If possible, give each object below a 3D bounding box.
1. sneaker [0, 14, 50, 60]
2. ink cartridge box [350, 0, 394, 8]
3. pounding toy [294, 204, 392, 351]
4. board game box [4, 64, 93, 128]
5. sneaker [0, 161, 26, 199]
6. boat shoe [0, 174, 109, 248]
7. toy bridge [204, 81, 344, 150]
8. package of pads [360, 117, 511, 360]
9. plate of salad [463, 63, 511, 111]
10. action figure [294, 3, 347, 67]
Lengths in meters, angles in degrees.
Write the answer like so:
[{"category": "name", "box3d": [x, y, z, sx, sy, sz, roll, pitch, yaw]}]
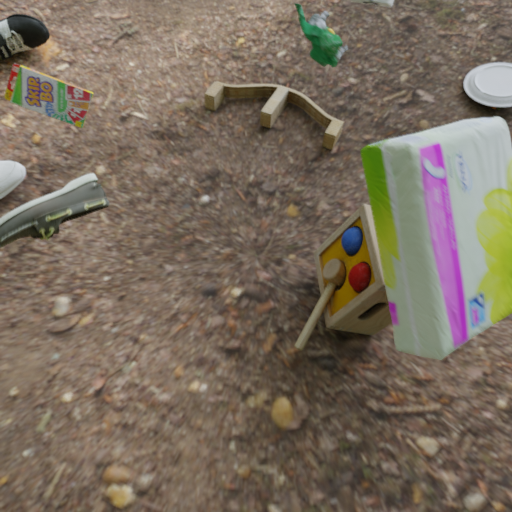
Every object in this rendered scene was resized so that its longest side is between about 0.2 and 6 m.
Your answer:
[{"category": "sneaker", "box3d": [-6.633, -5.437, 14.390, 2.665, 0.987, 1.179, -2, 56, 10]}, {"category": "ink cartridge box", "box3d": [1.992, -4.571, 9.506, 0.731, 0.530, 0.308, 18, 17, 19]}, {"category": "pounding toy", "box3d": [1.735, 0.492, 10.065, 1.506, 2.118, 1.950, 12, 53, -26]}, {"category": "board game box", "box3d": [-4.010, -3.087, 10.834, 1.519, 0.726, 0.228, 18, 17, -18]}, {"category": "sneaker", "box3d": [-6.299, -1.714, 11.712, 2.709, 1.350, 1.014, -8, 48, -7]}, {"category": "boat shoe", "box3d": [-3.051, -0.582, 8.285, 1.892, 0.676, 0.565, -36, 98, -33]}, {"category": "toy bridge", "box3d": [0.451, -3.591, 13.453, 3.478, 0.473, 1.169, 22, 57, 14]}, {"category": "package of pads", "box3d": [2.705, -0.335, 7.716, 2.224, 2.878, 0.982, -21, 15, -34]}, {"category": "plate of salad", "box3d": [6.037, -4.188, 13.880, 1.721, 0.413, 1.721, -6, 53, 8]}, {"category": "action figure", "box3d": [1.094, -3.527, 9.114, 0.565, 1.220, 2.065, -30, 25, 13]}]
